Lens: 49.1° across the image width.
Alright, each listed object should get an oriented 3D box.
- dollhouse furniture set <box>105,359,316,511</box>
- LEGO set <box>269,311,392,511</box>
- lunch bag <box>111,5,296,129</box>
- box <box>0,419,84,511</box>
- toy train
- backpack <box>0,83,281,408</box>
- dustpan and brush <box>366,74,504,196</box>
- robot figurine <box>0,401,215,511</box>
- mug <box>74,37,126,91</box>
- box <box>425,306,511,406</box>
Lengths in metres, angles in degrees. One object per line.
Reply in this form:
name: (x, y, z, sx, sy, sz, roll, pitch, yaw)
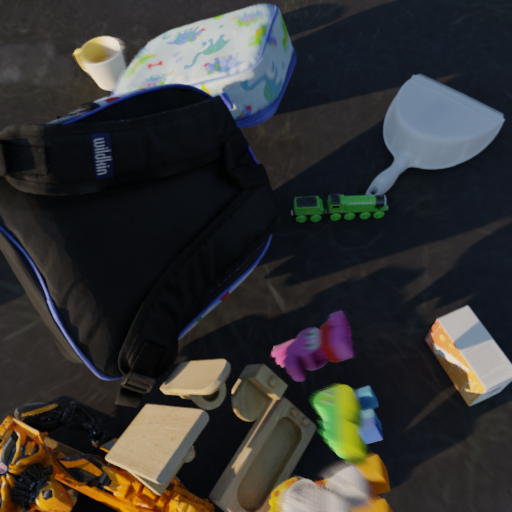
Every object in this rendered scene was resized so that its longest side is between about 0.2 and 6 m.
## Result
dollhouse furniture set: (-0.127, 2.213, 6.516, 2.060, 1.679, 1.959, 45, 61, -14)
LEGO set: (0.721, 2.413, 6.841, 1.456, 1.353, 3.547, -22, 24, 17)
lunch bag: (-0.962, -3.226, 10.232, 3.121, 1.287, 2.509, -7, 45, 23)
box: (-3.068, 2.993, 7.449, 1.465, 0.156, 1.198, 19, 59, 12)
toy train: (1.471, -0.867, 9.791, 1.724, 0.486, 0.360, -4, 57, -2)
backpack: (-1.633, -0.533, 7.833, 3.581, 3.760, 2.896, -33, 23, -23)
dustpan and brush: (3.005, -2.100, 10.533, 2.083, 0.854, 2.984, 36, 57, 22)
robot figurine: (-2.224, 3.067, 6.839, 3.131, 0.911, 2.270, 23, 59, 8)
mug: (-3.117, -3.946, 11.553, 0.841, 0.862, 1.051, -33, 59, -9)
box: (3.083, 1.447, 8.120, 0.571, 0.728, 1.171, -20, 59, -13)
